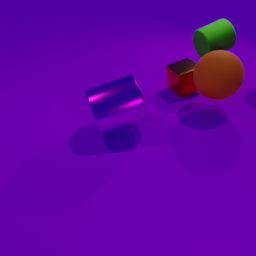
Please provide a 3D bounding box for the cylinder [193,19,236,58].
[{"bbox_3d":[3.202,-3.305,10.462,1.146,1.146,1.146,-26,40,-7],"label":"cylinder"}]

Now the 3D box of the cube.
[{"bbox_3d":[1.808,-1.633,9.013,0.838,0.838,0.838,-22,40,-12],"label":"cube"}]

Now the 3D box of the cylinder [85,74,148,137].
[{"bbox_3d":[-0.280,-0.554,7.004,1.248,1.248,1.248,-20,37,-3],"label":"cylinder"}]

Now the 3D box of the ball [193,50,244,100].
[{"bbox_3d":[2.511,-1.468,7.801,1.355,1.355,1.355,0,35,0],"label":"ball"}]
